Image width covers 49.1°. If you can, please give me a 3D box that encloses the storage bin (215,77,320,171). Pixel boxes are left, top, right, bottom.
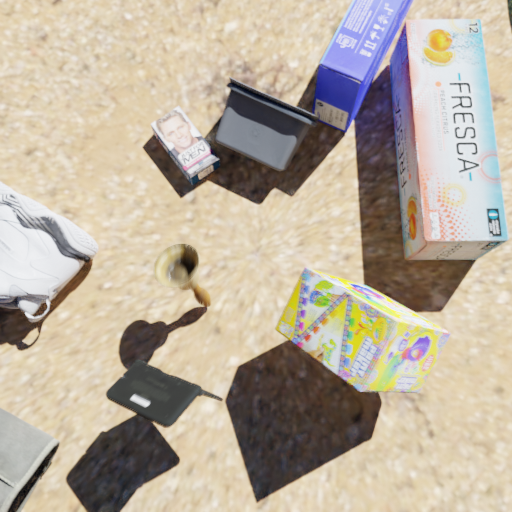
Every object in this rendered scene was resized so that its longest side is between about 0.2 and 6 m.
[{"bbox_3d":[0.135,-2.403,10.484,1.758,1.279,1.181,27,105,6],"label":"storage bin"}]

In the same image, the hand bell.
[{"bbox_3d":[-1.060,0.510,9.397,0.783,1.504,0.783,-8,58,13],"label":"hand bell"}]

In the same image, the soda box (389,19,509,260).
[{"bbox_3d":[3.396,-2.110,10.215,1.460,1.357,4.270,0,76,0],"label":"soda box"}]

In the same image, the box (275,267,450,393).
[{"bbox_3d":[1.641,1.168,8.608,1.768,1.836,1.120,32,101,41],"label":"box"}]

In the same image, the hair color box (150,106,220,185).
[{"bbox_3d":[-1.351,-2.107,10.707,0.680,0.412,1.360,-36,78,-9],"label":"hair color box"}]

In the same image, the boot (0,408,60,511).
[{"bbox_3d":[-4.977,2.214,9.061,3.946,1.432,3.587,25,91,13],"label":"boot"}]

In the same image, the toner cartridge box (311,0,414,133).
[{"bbox_3d":[2.256,-4.454,10.586,0.837,1.841,3.876,26,76,7],"label":"toner cartridge box"}]

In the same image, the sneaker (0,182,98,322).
[{"bbox_3d":[-4.581,-0.238,9.793,3.222,1.211,1.852,28,74,3],"label":"sneaker"}]

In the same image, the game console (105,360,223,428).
[{"bbox_3d":[-1.328,2.070,8.192,1.264,0.736,1.112,14,42,31],"label":"game console"}]
